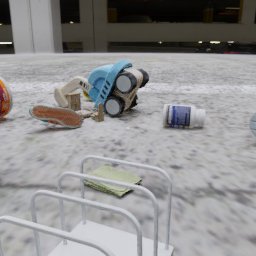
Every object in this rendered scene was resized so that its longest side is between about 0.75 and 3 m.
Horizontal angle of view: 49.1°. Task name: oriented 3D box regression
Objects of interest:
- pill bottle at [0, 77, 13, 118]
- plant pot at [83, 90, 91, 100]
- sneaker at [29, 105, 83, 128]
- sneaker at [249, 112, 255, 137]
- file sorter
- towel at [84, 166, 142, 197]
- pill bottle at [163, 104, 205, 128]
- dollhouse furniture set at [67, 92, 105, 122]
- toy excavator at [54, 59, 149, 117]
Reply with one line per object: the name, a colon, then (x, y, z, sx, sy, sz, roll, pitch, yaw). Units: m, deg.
pill bottle: (-4.903, -0.721, 8.221, 1.450, 1.450, 2.646, 9, 21, 26)
plant pot: (-1.458, -1.518, 11.929, 0.824, 0.824, 0.585, 2, -10, 7)
sneaker: (-2.107, -0.367, 8.216, 1.541, 0.550, 0.616, 16, -3, -28)
sneaker: (4.149, 0.268, 6.355, 0.950, 0.980, 2.684, 0, 20, -45)
file sorter: (-0.429, 1.224, 2.753, 1.334, 1.197, 1.922, 8, 20, 23)
towel: (-0.301, 0.952, 5.188, 0.972, 0.177, 0.721, 12, 21, 33)
pill bottle: (1.659, -0.344, 8.348, 1.204, 0.669, 0.669, 5, 19, 12)
dollhouse furniture set: (-1.564, -0.677, 9.286, 0.831, 0.710, 1.603, -16, 24, -39)
toy excavator: (-1.113, -1.484, 10.154, 2.905, 2.825, 1.451, 36, 29, 13)
